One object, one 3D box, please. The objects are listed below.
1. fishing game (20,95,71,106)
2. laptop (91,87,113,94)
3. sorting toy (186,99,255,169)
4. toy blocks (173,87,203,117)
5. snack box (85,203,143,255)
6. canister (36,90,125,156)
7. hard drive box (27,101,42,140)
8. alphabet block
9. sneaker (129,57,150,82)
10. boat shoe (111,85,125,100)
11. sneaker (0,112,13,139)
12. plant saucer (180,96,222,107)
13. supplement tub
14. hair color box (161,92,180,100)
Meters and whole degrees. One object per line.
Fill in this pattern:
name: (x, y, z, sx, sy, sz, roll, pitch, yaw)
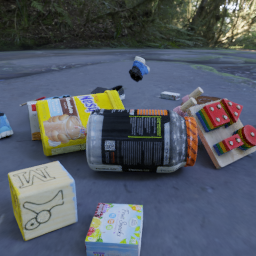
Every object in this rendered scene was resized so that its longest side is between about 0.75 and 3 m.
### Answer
fishing game: (-3.214, -1.041, 11.646, 1.748, 0.379, 2.441, -13, 2, 21)
laptop: (-1.177, -1.606, 14.706, 0.737, 1.271, 1.191, -24, 17, 22)
sorting toy: (3.171, -0.020, 8.867, 2.021, 2.033, 0.708, -15, -18, -35)
toy blocks: (2.455, -0.085, 10.325, 2.046, 1.722, 1.912, 48, 31, 0)
snack box: (-0.225, 2.025, 5.628, 1.004, 0.403, 1.190, 1, 21, 7)
canister: (-1.585, -0.205, 9.718, 2.851, 1.234, 2.118, -9, 53, -18)
hard drive box: (-3.139, -0.313, 10.480, 1.074, 1.379, 0.529, -8, 19, -18)
alphabet block: (-1.841, 1.509, 6.047, 1.138, 1.111, 1.117, -11, 21, -30)
sneaker: (0.340, -1.723, 8.718, 0.444, 0.643, 1.156, 23, -1, 11)
boat shoe: (-1.161, -1.781, 15.336, 0.923, 0.762, 2.690, 14, 25, 34)
sneaker: (-5.459, -0.444, 11.144, 2.623, 1.180, 1.028, 16, 25, 36)
plant saucer: (4.016, -1.251, 14.474, 2.578, 0.413, 2.578, 0, 19, 0)
supplement tub: (0.389, 0.364, 8.092, 2.959, 1.812, 1.812, 2, 20, 3)
hair color box: (2.446, -1.852, 16.189, 1.019, 0.309, 0.505, 14, 25, 35)
